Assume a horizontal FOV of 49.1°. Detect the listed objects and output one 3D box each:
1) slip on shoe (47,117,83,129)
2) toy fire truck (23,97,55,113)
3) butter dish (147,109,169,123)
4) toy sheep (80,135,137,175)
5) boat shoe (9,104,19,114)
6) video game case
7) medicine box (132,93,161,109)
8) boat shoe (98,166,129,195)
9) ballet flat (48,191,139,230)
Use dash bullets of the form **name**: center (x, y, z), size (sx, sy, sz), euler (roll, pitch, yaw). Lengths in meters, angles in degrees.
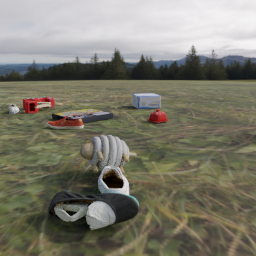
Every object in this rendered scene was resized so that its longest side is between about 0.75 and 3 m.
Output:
- **slip on shoe**: center (-2.425, -0.208, 10.792), size (1.435, 0.439, 0.532), euler (0, 14, 8)
- **toy fire truck**: center (-4.889, -1.314, 15.499), size (1.701, 0.588, 2.413), euler (10, 15, 37)
- **butter dish**: center (1.288, -0.540, 12.008), size (0.760, 0.563, 0.762), euler (-9, 15, -38)
- **toy sheep**: center (-0.412, 0.575, 6.115), size (1.312, 0.905, 0.905), euler (13, 6, -26)
- **boat shoe**: center (-5.964, -1.040, 14.583), size (0.446, 0.439, 1.257), euler (-3, 13, -12)
- **video game case**: center (-2.056, -0.544, 12.731), size (2.108, 0.269, 1.905), euler (-11, 17, -40)
- **medicine box**: center (1.063, -1.589, 16.400), size (1.310, 0.741, 1.439), euler (-4, 13, -14)
- **boat shoe**: center (-0.265, 0.964, 5.035), size (0.587, 0.578, 1.655), euler (0, 11, -3)
- **ballet flat**: center (-0.572, 1.248, 4.154), size (1.487, 0.506, 0.509), euler (-5, 18, 28)
